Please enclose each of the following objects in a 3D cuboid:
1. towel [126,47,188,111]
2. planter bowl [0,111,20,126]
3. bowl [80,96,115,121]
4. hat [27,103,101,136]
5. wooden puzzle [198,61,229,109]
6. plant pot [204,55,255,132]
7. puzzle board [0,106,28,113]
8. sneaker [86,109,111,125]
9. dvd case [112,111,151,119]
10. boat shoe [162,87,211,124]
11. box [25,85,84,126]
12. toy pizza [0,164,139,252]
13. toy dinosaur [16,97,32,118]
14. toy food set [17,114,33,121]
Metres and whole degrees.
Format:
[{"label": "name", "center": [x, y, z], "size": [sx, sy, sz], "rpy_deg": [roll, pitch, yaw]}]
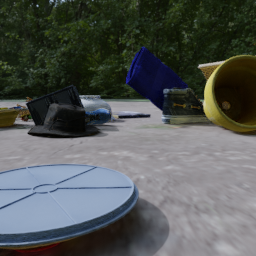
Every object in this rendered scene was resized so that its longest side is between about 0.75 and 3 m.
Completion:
[{"label": "towel", "center": [1.176, -1.730, 11.232], "size": [2.676, 1.976, 0.663], "rpy_deg": [35, -32, -22]}, {"label": "planter bowl", "center": [-4.081, -0.284, 9.292], "size": [1.001, 0.417, 1.001], "rpy_deg": [-10, 2, 0]}, {"label": "bowl", "center": [-1.668, -0.819, 11.507], "size": [2.253, 1.013, 2.253], "rpy_deg": [-1, 7, 0]}, {"label": "hat", "center": [-1.806, -0.273, 7.870], "size": [2.079, 0.839, 2.079], "rpy_deg": [0, 8, 0]}, {"label": "wooden puzzle", "center": [4.174, -1.303, 9.509], "size": [2.739, 2.957, 0.685], "rpy_deg": [6, 53, 54]}, {"label": "plant pot", "center": [3.261, -0.869, 8.549], "size": [2.099, 2.099, 1.975], "rpy_deg": [0, -8, -1]}, {"label": "puzzle board", "center": [-5.003, -0.437, 9.702], "size": [2.447, 0.213, 1.844], "rpy_deg": [-10, 1, 30]}, {"label": "sneaker", "center": [-1.291, -0.316, 9.696], "size": [1.466, 0.576, 0.654], "rpy_deg": [-7, 13, 13]}, {"label": "dvd case", "center": [-0.177, -0.655, 13.478], "size": [1.664, 0.179, 2.238], "rpy_deg": [-4, 8, -26]}, {"label": "boat shoe", "center": [2.481, -0.898, 10.777], "size": [2.861, 1.299, 1.012], "rpy_deg": [-6, 11, -38]}, {"label": "box", "center": [-2.378, -0.750, 9.492], "size": [1.565, 0.895, 1.719], "rpy_deg": [-22, 9, -3]}, {"label": "toy pizza", "center": [-0.753, 0.672, 2.564], "size": [1.708, 0.271, 1.708], "rpy_deg": [-1, 8, 0]}, {"label": "toy dinosaur", "center": [-3.977, -0.690, 12.414], "size": [2.787, 0.842, 1.481], "rpy_deg": [-7, 35, -24]}, {"label": "toy food set", "center": [-4.023, -0.379, 11.227], "size": [0.763, 0.249, 0.449], "rpy_deg": [-4, -16, -41]}]
